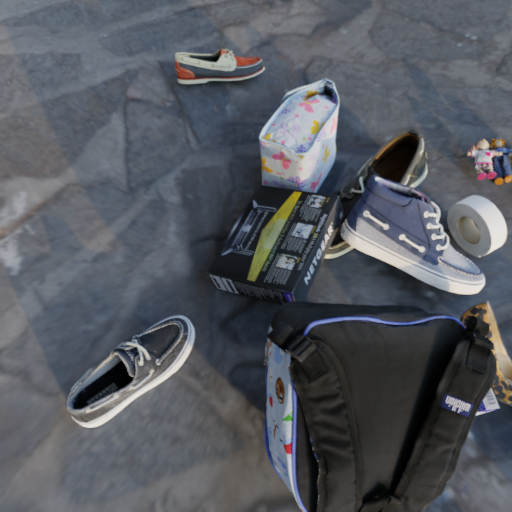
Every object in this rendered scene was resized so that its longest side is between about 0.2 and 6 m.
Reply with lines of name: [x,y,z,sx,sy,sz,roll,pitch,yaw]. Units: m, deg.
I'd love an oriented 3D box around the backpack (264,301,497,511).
backpack: [1.400,2.181,8.046,3.149,2.425,2.999,3,92,-14]

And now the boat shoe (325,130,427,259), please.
boat shoe: [2.191,-1.265,11.167,3.178,1.075,1.141,-43,65,-12]

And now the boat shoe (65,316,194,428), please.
boat shoe: [-2.091,1.818,9.452,2.513,0.852,0.901,-36,65,-20]

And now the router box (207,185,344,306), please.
router box: [0.404,-0.243,10.564,1.798,0.597,2.287,12,59,29]

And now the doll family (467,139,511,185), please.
doll family: [5.475,-2.093,12.064,1.763,0.794,1.094,-3,64,19]

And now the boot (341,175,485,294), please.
boot: [3.075,-0.358,10.157,2.855,1.290,1.038,22,31,-4]

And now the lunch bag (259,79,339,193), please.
lunch bag: [0.967,-2.356,11.521,1.319,1.760,2.075,27,64,18]

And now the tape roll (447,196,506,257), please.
tape roll: [4.231,-0.567,10.773,0.401,1.147,1.147,-27,62,-17]

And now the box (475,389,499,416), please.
box: [3.359,2.240,9.118,0.433,0.825,0.759,4,60,-39]

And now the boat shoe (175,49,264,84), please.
boat shoe: [-0.873,-4.607,13.448,2.162,0.676,0.769,-7,35,-4]

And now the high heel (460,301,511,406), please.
high heel: [4.232,1.664,9.202,1.997,1.424,0.713,23,26,17]
